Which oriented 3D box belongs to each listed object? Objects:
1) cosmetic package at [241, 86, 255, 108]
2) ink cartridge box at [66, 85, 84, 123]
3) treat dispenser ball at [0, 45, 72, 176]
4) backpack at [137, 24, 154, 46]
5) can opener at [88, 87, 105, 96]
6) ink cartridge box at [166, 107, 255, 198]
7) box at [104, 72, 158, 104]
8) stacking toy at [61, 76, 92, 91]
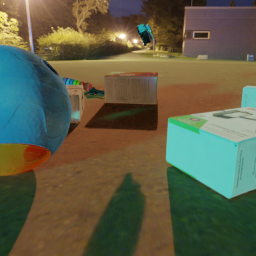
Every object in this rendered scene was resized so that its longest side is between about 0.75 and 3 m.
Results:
[{"bbox_3d":[5.078,-0.869,9.742,2.051,1.043,0.759,8,17,30],"label":"cosmetic package"},{"bbox_3d":[-2.498,-0.998,10.302,1.663,0.958,2.872,-2,17,-5],"label":"ink cartridge box"},{"bbox_3d":[-2.365,-0.333,5.441,2.482,2.482,2.482,0,16,0],"label":"treat dispenser ball"},{"bbox_3d":[0.781,-4.181,12.318,0.594,0.740,0.809,-22,53,9],"label":"backpack"},{"bbox_3d":[-1.490,-1.811,14.297,1.190,0.468,0.377,11,-19,25],"label":"can opener"},{"bbox_3d":[2.303,0.310,5.707,2.473,1.039,1.799,-9,19,-28],"label":"ink cartridge box"},{"bbox_3d":[0.210,-1.872,12.794,2.297,1.222,1.749,2,17,6],"label":"box"},{"bbox_3d":[-2.860,-2.363,15.591,1.802,0.769,0.769,10,18,10],"label":"stacking toy"}]
